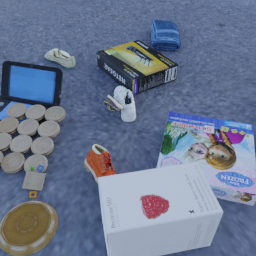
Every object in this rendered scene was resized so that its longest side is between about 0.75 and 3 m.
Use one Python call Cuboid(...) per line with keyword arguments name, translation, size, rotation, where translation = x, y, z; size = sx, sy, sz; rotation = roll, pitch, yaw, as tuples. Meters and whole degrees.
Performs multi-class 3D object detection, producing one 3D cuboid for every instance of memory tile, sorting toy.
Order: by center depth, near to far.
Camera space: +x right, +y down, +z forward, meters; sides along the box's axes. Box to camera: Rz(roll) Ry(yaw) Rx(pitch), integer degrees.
Cuboid(name="sorting toy", translation=(-2.627, 1.499, 7.851), size=(0.551, 0.133, 0.979), rotation=(6, 58, -3))
Cuboid(name="memory tile", translation=(-3.300, 0.271, 9.011), size=(2.118, 0.232, 2.763), rotation=(4, 50, 5))

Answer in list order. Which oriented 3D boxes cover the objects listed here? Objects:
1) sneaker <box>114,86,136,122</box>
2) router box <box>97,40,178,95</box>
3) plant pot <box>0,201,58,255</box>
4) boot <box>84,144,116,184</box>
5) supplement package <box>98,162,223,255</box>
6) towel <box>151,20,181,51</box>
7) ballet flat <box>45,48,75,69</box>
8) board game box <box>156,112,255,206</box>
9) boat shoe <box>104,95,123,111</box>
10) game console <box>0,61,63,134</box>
Cuboid(name="sneaker", translation=(-0.072, -1.147, 10.408), size=(0.745, 0.876, 1.980), rotation=(-9, 42, -10))
Cuboid(name="router box", translation=(0.342, -2.761, 12.320), size=(2.336, 0.776, 2.971), rotation=(-24, 46, -25))
Cuboid(name="plant pot", translation=(-2.474, 2.378, 6.883), size=(1.466, 0.201, 1.466), rotation=(0, 40, 0))
Cuboid(name="boot", translation=(-0.629, 1.074, 7.667), size=(1.475, 0.791, 0.553), rotation=(39, 27, 32))
Cuboid(name="supplement package", translation=(0.623, 1.929, 6.439), size=(2.423, 1.451, 1.469), rotation=(-8, 42, -9))
Cuboid(name="towel", translation=(1.997, -5.010, 15.007), size=(1.529, 0.665, 2.739), rotation=(2, 41, 1))
Cuboid(name="ballet flat", translation=(-3.225, -3.397, 13.167), size=(1.982, 0.689, 0.689), rotation=(27, 48, 28))
Cuboid(name="board game box", translation=(2.337, 0.749, 8.369), size=(2.707, 0.557, 2.700), rotation=(9, 45, 10))
Cuboid(name="boat shoe", translation=(-0.542, -0.809, 9.878), size=(0.378, 0.456, 1.269), rotation=(-51, 31, 4))
Cuboid(name="game console", translation=(-3.767, -1.139, 9.946), size=(2.486, 1.471, 2.122), rotation=(10, 42, 12))
